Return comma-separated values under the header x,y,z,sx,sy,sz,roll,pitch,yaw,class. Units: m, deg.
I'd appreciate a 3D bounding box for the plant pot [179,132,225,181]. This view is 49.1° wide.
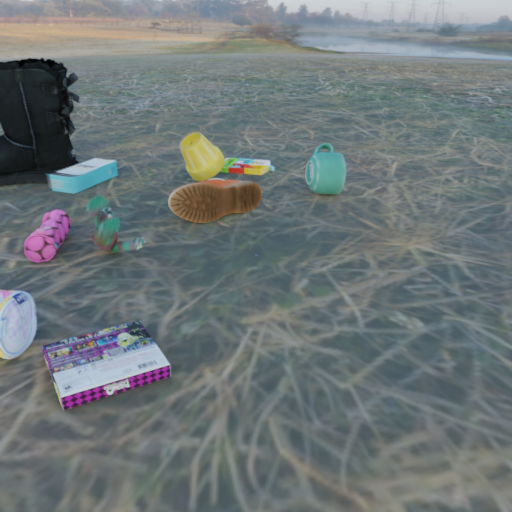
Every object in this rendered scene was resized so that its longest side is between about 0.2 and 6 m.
x,y,z,sx,sy,sz,roll,pitch,yaw,class
-1.360,-2.418,13.385,0.947,0.891,0.947,-17,46,19,plant pot

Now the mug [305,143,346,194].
x,y,z,sx,sy,sz,roll,pitch,yaw,class
1.511,-1.930,12.755,0.704,0.935,1.138,0,37,-13,mug

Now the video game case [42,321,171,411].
x,y,z,sx,sy,sz,roll,pitch,yaw,class
-1.825,1.268,6.764,1.271,0.228,1.152,-13,28,-27,video game case

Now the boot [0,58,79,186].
x,y,z,sx,sy,sz,roll,pitch,yaw,class
-5.891,-3.149,13.280,3.444,2.822,1.275,-4,26,-7,boot

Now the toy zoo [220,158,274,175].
x,y,z,sx,sy,sz,roll,pitch,yaw,class
-0.233,-2.356,14.746,1.458,0.149,0.956,6,25,15,toy zoo

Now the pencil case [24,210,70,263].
x,y,z,sx,sy,sz,roll,pitch,yaw,class
-3.667,-0.397,9.936,0.596,0.616,1.314,-2,24,-7,pencil case

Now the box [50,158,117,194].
x,y,z,sx,sy,sz,roll,pitch,yaw,class
-4.131,-1.957,13.562,0.678,0.405,1.648,10,26,23,box

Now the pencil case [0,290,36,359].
x,y,z,sx,sy,sz,roll,pitch,yaw,class
-3.822,0.790,7.076,1.996,0.830,0.906,5,17,13,pencil case

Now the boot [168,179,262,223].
x,y,z,sx,sy,sz,roll,pitch,yaw,class
-1.046,-1.215,11.643,2.122,0.796,1.138,-10,22,-40,boot

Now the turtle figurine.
x,y,z,sx,sy,sz,roll,pitch,yaw,class
-2.440,-0.394,9.530,1.074,1.434,0.722,38,75,12,turtle figurine
